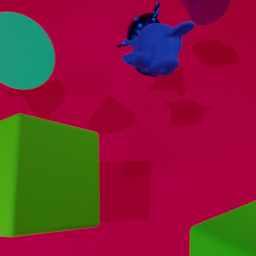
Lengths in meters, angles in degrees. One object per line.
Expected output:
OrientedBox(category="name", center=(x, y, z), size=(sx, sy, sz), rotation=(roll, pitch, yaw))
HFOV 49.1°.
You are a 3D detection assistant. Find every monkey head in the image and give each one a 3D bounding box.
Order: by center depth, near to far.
OrientedBox(category="monkey head", center=(0.354, -1.299, 4.499), size=(1.387, 0.998, 0.836), rotation=(0, 87, 43))
OrientedBox(category="monkey head", center=(0.407, -1.992, 5.899), size=(1.283, 0.773, 0.923), rotation=(-47, 26, 5))

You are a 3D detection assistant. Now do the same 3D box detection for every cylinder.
OrientedBox(category="cylinder", center=(1.752, -3.101, 6.581), size=(0.958, 0.958, 0.958), rotation=(-12, 56, -8))

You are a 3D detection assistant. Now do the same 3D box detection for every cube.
OrientedBox(category="cube", center=(1.301, 1.384, 2.235), size=(1.162, 1.162, 1.162), rotation=(-5, 8, -36))
OrientedBox(category="cube", center=(-1.320, 0.710, 3.876), size=(1.337, 1.337, 1.337), rotation=(-14, 71, 36))

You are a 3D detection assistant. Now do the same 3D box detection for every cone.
OrientedBox(category="cone", center=(-1.648, -1.417, 4.708), size=(1.169, 1.169, 1.174), rotation=(3, 31, 2))
